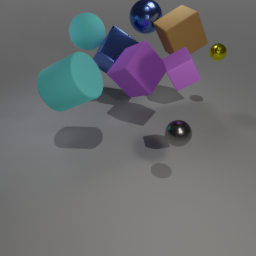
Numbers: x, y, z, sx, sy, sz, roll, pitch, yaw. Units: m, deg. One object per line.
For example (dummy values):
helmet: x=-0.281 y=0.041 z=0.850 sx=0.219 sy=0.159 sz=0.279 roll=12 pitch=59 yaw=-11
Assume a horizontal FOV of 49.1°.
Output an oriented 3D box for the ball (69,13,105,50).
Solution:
ball: x=-1.603 y=-3.797 z=11.046 sx=1.400 sy=1.400 sz=1.400 roll=0 pitch=32 yaw=0

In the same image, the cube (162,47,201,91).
cube: x=1.408 y=-1.560 z=7.421 sx=0.700 sy=0.700 sz=0.700 roll=-25 pitch=41 yaw=16

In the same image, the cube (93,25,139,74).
cube: x=-0.531 y=-3.131 z=11.856 sx=1.400 sy=1.400 sz=1.400 roll=31 pitch=-16 yaw=-14

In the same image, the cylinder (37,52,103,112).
cylinder: x=-1.696 y=-1.342 z=8.320 sx=1.400 sy=1.400 sz=1.400 roll=-17 pitch=22 yaw=30

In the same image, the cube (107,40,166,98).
cube: x=0.359 y=-2.153 z=10.512 sx=1.400 sy=1.400 sz=1.400 roll=2 pitch=54 yaw=57

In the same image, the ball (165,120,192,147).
ball: x=1.304 y=0.135 z=7.256 sx=0.700 sy=0.700 sz=0.700 roll=0 pitch=32 yaw=0

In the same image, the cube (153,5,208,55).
cube: x=2.081 y=-3.799 z=11.192 sx=1.400 sy=1.400 sz=1.400 roll=-31 pitch=37 yaw=3

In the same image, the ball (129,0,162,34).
ball: x=0.759 y=-4.732 z=11.899 sx=1.400 sy=1.400 sz=1.400 roll=0 pitch=32 yaw=0

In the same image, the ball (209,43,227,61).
ball: x=3.681 y=-3.101 z=11.463 sx=0.700 sy=0.700 sz=0.700 roll=0 pitch=32 yaw=0
